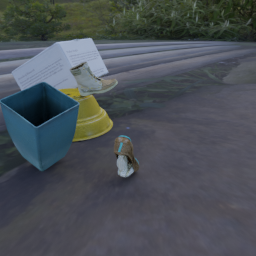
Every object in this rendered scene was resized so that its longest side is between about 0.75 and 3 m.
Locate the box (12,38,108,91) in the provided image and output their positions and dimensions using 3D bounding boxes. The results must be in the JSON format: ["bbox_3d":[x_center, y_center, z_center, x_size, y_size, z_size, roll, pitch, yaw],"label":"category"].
[{"bbox_3d":[-2.544,-2.156,10.918,2.500,1.634,2.487,-22,11,27],"label":"box"}]

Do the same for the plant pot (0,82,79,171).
[{"bbox_3d":[-1.876,0.076,6.174,1.138,1.610,1.138,31,44,23],"label":"plant pot"}]

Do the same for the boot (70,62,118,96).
[{"bbox_3d":[-0.974,-1.446,7.956,1.199,0.928,0.432,-11,34,15],"label":"boot"}]

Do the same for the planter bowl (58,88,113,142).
[{"bbox_3d":[-1.842,-0.591,8.853,2.705,1.127,2.705,0,21,0],"label":"planter bowl"}]

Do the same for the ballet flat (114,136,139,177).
[{"bbox_3d":[-0.054,0.703,5.745,0.464,1.368,0.495,10,58,13],"label":"ballet flat"}]
